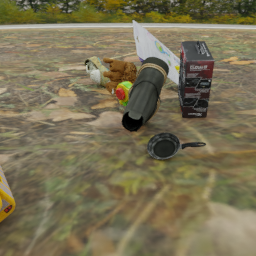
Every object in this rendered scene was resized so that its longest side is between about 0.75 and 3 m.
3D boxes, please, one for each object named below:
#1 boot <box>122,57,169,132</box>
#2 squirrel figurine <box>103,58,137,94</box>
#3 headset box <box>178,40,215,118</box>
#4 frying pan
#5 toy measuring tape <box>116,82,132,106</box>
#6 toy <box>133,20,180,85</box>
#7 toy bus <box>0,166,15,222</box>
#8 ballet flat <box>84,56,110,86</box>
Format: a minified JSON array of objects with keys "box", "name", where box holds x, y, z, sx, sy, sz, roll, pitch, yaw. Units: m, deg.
[{"box":[0.205,-0.370,6.880,0.927,2.393,1.655,19,61,8],"name":"boot"},{"box":[-0.278,-1.805,10.162,1.329,1.240,0.940,14,13,17],"name":"squirrel figurine"},{"box":[1.999,-1.576,8.488,0.796,2.061,1.534,0,36,3],"name":"headset box"},{"box":[1.057,0.346,6.420,1.259,0.205,0.762,-17,46,2],"name":"frying pan"},{"box":[0.036,-1.291,8.376,0.639,1.737,0.639,11,55,-16],"name":"toy measuring tape"},{"box":[1.092,-2.509,10.555,2.983,0.704,1.718,21,50,-39],"name":"toy"},{"box":[-2.501,0.924,4.589,0.736,0.885,2.261,-40,38,-14],"name":"toy bus"},{"box":[-1.309,-2.330,11.773,0.821,0.821,2.322,-10,40,-20],"name":"ballet flat"}]
